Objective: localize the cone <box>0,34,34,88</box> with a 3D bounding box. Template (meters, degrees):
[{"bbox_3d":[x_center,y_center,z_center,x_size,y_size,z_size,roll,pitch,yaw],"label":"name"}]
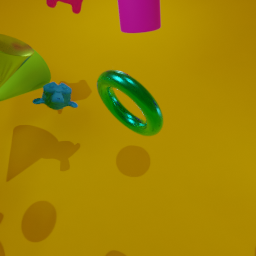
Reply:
[{"bbox_3d":[-2.283,-1.097,5.086,0.920,0.923,0.920,20,27,-11],"label":"cone"}]

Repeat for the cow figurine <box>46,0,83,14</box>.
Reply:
[{"bbox_3d":[-1.845,-4.059,7.630,1.612,1.586,0.885,10,57,-14],"label":"cow figurine"}]

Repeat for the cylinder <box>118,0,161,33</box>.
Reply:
[{"bbox_3d":[0.241,-2.567,5.986,0.891,0.891,0.891,-5,28,3],"label":"cylinder"}]

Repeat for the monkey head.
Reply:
[{"bbox_3d":[-1.828,-0.719,7.189,1.174,0.708,0.845,4,41,-19],"label":"monkey head"}]

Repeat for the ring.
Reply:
[{"bbox_3d":[0.015,-0.352,4.218,1.233,1.233,0.247,35,69,22],"label":"ring"}]

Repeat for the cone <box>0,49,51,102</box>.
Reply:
[{"bbox_3d":[-2.966,-1.085,6.885,1.536,1.536,1.542,17,53,11],"label":"cone"}]
